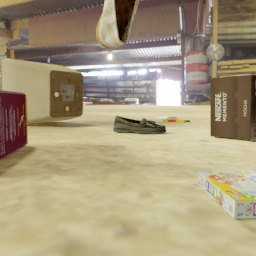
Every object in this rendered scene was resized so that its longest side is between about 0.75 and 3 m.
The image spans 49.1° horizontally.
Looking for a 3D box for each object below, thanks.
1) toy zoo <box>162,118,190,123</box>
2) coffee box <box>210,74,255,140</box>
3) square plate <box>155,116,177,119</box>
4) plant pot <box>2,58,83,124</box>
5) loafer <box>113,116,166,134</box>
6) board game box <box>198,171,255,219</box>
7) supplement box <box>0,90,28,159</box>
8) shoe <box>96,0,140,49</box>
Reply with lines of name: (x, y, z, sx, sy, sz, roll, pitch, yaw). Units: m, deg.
toy zoo: (2.070, -0.322, 11.834, 1.118, 0.114, 0.733, 2, 6, 23)
coffee box: (3.356, -0.569, 7.382, 2.669, 1.509, 1.065, -4, 6, -40)
square plate: (1.885, -0.529, 13.898, 0.827, 0.118, 0.819, -5, 8, -42)
plant pot: (-2.985, -1.272, 10.463, 2.125, 2.400, 2.397, 8, 9, 33)
loafer: (0.313, -0.093, 7.829, 1.506, 0.474, 0.541, 1, 6, 13)
board game box: (1.100, 0.595, 2.659, 0.603, 0.153, 0.897, 0, 6, -5)
supplement box: (-2.620, -0.059, 4.398, 1.407, 1.092, 2.550, 0, 6, -4)
shoe: (-0.011, -2.083, 4.103, 0.641, 1.833, 0.489, 7, 11, -30)
